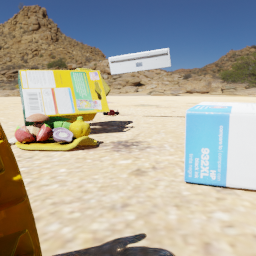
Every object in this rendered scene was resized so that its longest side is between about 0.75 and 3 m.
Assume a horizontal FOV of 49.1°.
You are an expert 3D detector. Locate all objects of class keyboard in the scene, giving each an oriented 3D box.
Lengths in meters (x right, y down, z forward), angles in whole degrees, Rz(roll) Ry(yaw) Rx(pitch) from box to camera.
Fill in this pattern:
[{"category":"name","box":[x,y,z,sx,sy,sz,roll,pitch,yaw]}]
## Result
[{"category":"keyboard","box":[0.495,-2.995,12.736,2.874,0.809,0.153,-4,25,20]}]

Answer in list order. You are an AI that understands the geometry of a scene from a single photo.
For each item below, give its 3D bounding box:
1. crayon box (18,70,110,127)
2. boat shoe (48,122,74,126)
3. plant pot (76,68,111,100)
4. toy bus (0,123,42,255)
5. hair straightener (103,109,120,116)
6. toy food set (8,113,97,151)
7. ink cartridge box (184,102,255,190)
[{"category":"crayon box","box":[-2.064,-1.013,9.067,2.617,1.645,0.675,-6,-21,-25]},{"category":"boat shoe","box":[-2.196,-0.049,9.430,0.493,0.526,1.460,13,20,27]},{"category":"plant pot","box":[-1.569,-1.457,11.062,1.478,1.478,1.303,-36,1,35]},{"category":"toy bus","box":[-1.453,0.752,0.564,2.375,1.678,2.473,-15,14,-9]},{"category":"hair straightener","box":[-1.015,-0.917,15.701,0.724,0.385,1.883,3,9,18]},{"category":"toy food set","box":[-2.109,0.050,7.402,2.566,0.838,1.510,0,8,2]},{"category":"ink cartridge box","box":[2.608,0.227,4.789,2.930,1.227,2.126,3,9,22]}]
